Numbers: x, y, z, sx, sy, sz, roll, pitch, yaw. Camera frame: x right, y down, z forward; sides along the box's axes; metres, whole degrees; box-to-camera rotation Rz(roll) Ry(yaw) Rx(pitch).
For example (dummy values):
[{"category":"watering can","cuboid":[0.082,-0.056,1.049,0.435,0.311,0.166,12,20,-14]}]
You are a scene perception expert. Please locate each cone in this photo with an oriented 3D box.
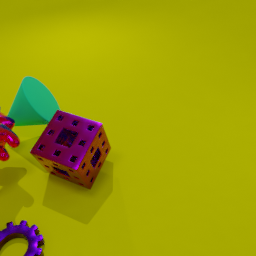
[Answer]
[{"category":"cone","cuboid":[-2.666,-0.363,7.092,1.369,1.364,1.364,-30,42,13]}]

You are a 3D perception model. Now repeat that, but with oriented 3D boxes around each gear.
[{"category":"gear","cuboid":[-2.151,2.294,5.262,1.103,0.204,1.103,0,43,0]}]

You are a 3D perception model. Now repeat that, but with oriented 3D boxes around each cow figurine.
[{"category":"cow figurine","cuboid":[-2.912,0.057,5.864,1.396,0.778,1.418,44,11,19]}]

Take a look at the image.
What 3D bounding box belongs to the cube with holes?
[{"category":"cube with holes","cuboid":[-1.216,0.495,6.308,1.141,1.141,1.141,17,62,18]}]
